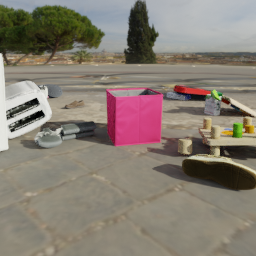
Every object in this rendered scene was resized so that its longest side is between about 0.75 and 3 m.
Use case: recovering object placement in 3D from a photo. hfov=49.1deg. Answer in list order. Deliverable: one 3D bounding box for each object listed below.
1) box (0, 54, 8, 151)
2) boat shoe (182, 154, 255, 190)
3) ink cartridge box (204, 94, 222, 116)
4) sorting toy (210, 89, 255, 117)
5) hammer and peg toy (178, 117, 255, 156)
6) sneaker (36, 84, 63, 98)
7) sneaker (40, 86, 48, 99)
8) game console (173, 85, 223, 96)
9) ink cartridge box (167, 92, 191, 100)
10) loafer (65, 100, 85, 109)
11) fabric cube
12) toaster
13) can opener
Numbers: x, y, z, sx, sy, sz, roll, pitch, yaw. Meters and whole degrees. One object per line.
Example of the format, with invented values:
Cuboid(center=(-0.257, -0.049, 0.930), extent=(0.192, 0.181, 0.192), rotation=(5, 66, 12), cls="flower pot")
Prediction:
Cuboid(center=(-5.298, -0.747, 8.161), extent=(2.927, 2.942, 1.923), rotation=(8, 14, 28), cls="box")
Cuboid(center=(2.217, 0.948, 6.677), extent=(1.819, 0.673, 0.604), rotation=(13, 26, 37), cls="boat shoe")
Cuboid(center=(3.984, -1.088, 13.153), extent=(0.381, 0.906, 0.661), rotation=(-6, 18, -29), cls="ink cartridge box")
Cuboid(center=(4.676, -1.255, 13.166), extent=(2.518, 0.371, 1.861), rotation=(24, 14, -17), cls="sorting toy")
Cuboid(center=(2.751, 0.196, 8.479), extent=(2.499, 0.881, 1.838), rotation=(-1, 12, 6), cls="hammer and peg toy")
Cuboid(center=(-5.239, -2.178, 17.032), extent=(2.470, 0.867, 1.013), rotation=(-5, -6, -45), cls="sneaker")
Cuboid(center=(-5.446, -1.777, 15.308), extent=(1.365, 0.973, 2.752), rotation=(6, 20, 8), cls="sneaker")
Cuboid(center=(4.222, -2.247, 17.334), extent=(2.613, 0.459, 2.955), rotation=(10, 11, 2), cls="game console")
Cuboid(center=(3.106, -1.975, 17.184), extent=(0.646, 0.304, 1.375), rotation=(-17, 24, -42), cls="ink cartridge box")
Cuboid(center=(-2.773, -1.247, 14.558), extent=(1.127, 0.400, 0.412), rotation=(-14, 22, -39), cls="loafer")
Cuboid(center=(0.174, -0.448, 9.697), extent=(1.653, 1.647, 1.621), rotation=(-4, 16, -14), cls="fabric cube")
Cuboid(center=(-3.922, -0.685, 10.127), extent=(2.672, 1.518, 1.726), rotation=(-27, 31, -21), cls="toaster")
Cuboid(center=(-2.065, 0.256, 9.491), extent=(2.220, 0.584, 0.738), rotation=(-15, 57, -36), cls="can opener")
